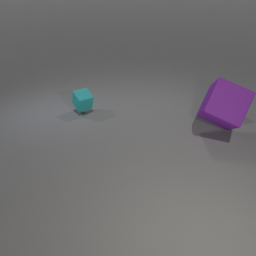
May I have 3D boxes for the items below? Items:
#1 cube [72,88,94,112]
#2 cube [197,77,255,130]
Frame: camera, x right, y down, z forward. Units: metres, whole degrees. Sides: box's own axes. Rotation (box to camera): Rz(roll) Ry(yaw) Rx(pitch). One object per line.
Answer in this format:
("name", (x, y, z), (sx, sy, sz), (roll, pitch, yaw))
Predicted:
("cube", (-2.029, -1.258, 12.521), (0.700, 0.700, 0.700), (-19, 56, -29))
("cube", (3.623, -0.871, 10.547), (1.400, 1.400, 1.400), (25, -2, 4))
